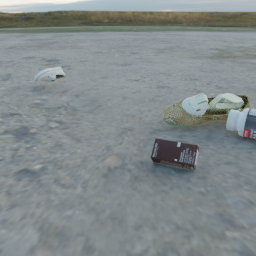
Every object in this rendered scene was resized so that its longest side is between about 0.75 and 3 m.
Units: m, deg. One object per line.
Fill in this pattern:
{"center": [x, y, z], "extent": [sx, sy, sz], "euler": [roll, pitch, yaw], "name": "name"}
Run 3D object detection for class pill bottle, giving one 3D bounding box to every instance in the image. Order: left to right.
{"center": [3.333, -0.088, 7.287], "extent": [1.372, 0.760, 0.760], "euler": [14, 27, 28], "name": "pill bottle"}

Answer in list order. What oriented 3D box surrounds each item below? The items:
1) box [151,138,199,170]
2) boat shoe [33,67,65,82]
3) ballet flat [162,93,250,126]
{"center": [1.020, 0.560, 6.082], "extent": [0.954, 0.358, 0.478], "euler": [7, 67, 21], "name": "box"}
{"center": [-3.220, -2.133, 11.654], "extent": [0.500, 0.548, 1.523], "euler": [51, 33, 4], "name": "boat shoe"}
{"center": [2.289, -0.635, 8.007], "extent": [2.680, 0.875, 0.945], "euler": [-7, 53, -16], "name": "ballet flat"}
